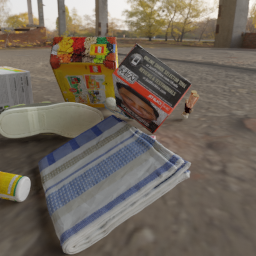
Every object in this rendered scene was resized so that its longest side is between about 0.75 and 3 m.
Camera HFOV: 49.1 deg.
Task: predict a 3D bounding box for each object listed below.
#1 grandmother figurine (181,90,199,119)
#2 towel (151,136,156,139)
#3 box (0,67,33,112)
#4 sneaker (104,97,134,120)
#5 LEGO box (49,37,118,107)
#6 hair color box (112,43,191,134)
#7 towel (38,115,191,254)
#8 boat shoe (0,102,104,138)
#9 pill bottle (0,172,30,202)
[{"bbox_3d":[1.987,-0.695,9.058,0.297,0.982,0.596,12,38,-9],"label":"grandmother figurine"},{"bbox_3d":[0.087,0.504,6.850,1.064,0.218,1.454,1,19,11],"label":"towel"},{"bbox_3d":[-4.435,-1.247,9.601,1.397,1.550,2.756,-14,21,-36],"label":"box"},{"bbox_3d":[-0.220,-0.607,9.478,1.332,0.483,0.479,29,62,20],"label":"sneaker"},{"bbox_3d":[-1.348,-1.816,9.743,2.018,2.710,1.046,0,64,0],"label":"LEGO box"},{"bbox_3d":[0.439,-0.750,6.763,1.418,0.856,2.794,37,-8,5],"label":"hair color box"},{"bbox_3d":[-0.506,0.709,5.071,2.152,0.349,2.929,-32,27,-12],"label":"towel"},{"bbox_3d":[-2.064,-0.267,7.658,2.765,0.988,0.826,-3,16,-22],"label":"boat shoe"},{"bbox_3d":[-2.170,1.006,4.914,0.780,0.440,0.440,9,21,7],"label":"pill bottle"}]
